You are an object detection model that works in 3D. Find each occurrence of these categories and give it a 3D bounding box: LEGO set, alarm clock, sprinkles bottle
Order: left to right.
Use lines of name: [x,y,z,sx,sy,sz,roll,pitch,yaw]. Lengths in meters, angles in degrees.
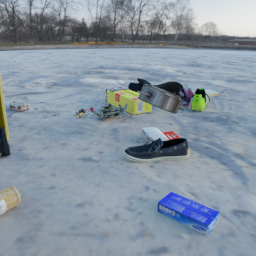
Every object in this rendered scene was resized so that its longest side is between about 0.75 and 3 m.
sprinkles bottle: [-3.134,1.798,6.057,0.529,0.529,1.551,14,24,33]
LEGO set: [-1.141,-0.629,12.687,2.388,0.677,1.551,-3,14,30]
alarm clock: [1.036,-1.090,9.825,1.498,0.739,2.221,28,14,33]

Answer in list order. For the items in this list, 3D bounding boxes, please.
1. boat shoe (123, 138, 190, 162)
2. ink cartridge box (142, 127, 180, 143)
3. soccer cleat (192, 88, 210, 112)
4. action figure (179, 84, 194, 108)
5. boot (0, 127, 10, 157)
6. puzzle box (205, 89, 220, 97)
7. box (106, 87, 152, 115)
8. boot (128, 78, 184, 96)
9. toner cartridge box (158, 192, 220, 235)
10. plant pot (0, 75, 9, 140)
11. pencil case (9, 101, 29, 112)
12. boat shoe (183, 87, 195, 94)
boat shoe: [0.916,0.648,8.931,2.155,0.671,0.804,-3,23,-3]
ink cartridge box: [1.272,0.234,10.543,1.256,0.297,1.005,-7,21,-13]
soccer cleat: [3.775,-1.612,14.415,0.847,1.017,2.509,7,22,18]
action figure: [3.227,-1.719,14.837,1.078,0.969,1.447,29,25,28]
boot: [-4.672,0.544,9.148,1.345,0.607,1.642,-9,32,-28]
puzzle box: [4.658,-2.065,16.815,1.433,0.182,0.954,-12,24,-28]
box: [-0.038,-1.446,14.358,1.111,0.739,2.951,-11,23,-28]
boot: [1.568,-2.370,16.377,2.700,1.031,2.268,-12,27,-14]
toner cartridge box: [1.325,1.867,6.235,1.237,0.267,0.588,17,27,38]
plant pot: [-6.181,-0.667,9.386,2.781,2.700,2.718,14,24,29]
pencil case: [-5.417,-1.085,13.870,1.064,0.414,0.476,11,31,28]
boat shoe: [3.483,-2.097,16.474,0.492,0.482,1.383,-11,26,-37]
